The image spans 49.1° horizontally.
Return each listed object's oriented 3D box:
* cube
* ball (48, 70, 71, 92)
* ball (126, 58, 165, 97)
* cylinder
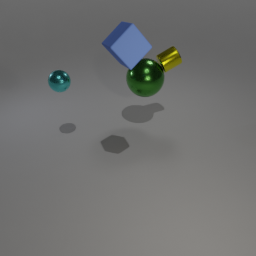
[{"bbox_3d":[-0.036,-1.851,6.261,0.700,0.700,0.700,-46,32,3],"label":"cube"},{"bbox_3d":[-2.152,-1.468,8.792,0.700,0.700,0.700,0,33,0],"label":"ball"},{"bbox_3d":[0.630,-1.828,10.222,1.400,1.400,1.400,0,33,0],"label":"ball"},{"bbox_3d":[1.473,-2.468,10.079,0.700,0.700,0.700,-30,36,3],"label":"cylinder"}]
